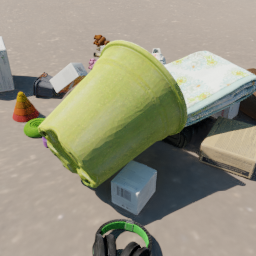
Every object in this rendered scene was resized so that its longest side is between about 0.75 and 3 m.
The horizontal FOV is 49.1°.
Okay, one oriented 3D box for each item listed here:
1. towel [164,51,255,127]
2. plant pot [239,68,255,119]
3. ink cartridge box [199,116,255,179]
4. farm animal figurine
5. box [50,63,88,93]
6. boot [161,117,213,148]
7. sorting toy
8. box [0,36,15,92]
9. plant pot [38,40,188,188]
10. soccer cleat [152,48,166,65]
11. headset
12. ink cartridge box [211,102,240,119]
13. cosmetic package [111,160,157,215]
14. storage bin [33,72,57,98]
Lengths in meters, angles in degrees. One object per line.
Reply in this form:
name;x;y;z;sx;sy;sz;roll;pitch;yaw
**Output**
towel;1.932;-1.297;8.086;2.762;0.665;2.364;-24;44;-13
plant pot;4.078;-0.948;9.024;1.350;1.350;1.444;-12;51;-16
ink cartridge box;2.796;0.445;7.444;1.337;0.610;1.624;18;39;26
farm animal figurine;-0.888;-2.492;11.006;1.074;2.060;2.038;9;2;-3
box;-2.079;-1.775;9.918;1.122;0.547;0.698;-31;-1;26
boot;1.276;-0.506;8.559;2.439;0.903;1.999;26;44;22
sorting toy;-2.823;-0.374;8.406;0.876;0.870;2.527;-24;41;-30
box;-5.231;-2.361;10.526;1.432;1.672;1.663;-13;37;-22
plant pot;-0.477;-0.124;6.213;2.661;2.661;2.447;29;61;35
soccer cleat;1.147;-2.380;11.107;0.835;1.036;2.433;2;35;3
headset;-0.179;2.340;4.932;1.058;0.805;1.714;12;21;11
ink cartridge box;2.778;-1.079;9.084;0.692;1.199;1.641;-30;45;-29
cosmetic package;0.137;1.287;6.174;0.689;0.690;0.836;21;41;27
storage bin;-2.942;-1.592;10.345;0.688;0.746;1.025;14;36;3
